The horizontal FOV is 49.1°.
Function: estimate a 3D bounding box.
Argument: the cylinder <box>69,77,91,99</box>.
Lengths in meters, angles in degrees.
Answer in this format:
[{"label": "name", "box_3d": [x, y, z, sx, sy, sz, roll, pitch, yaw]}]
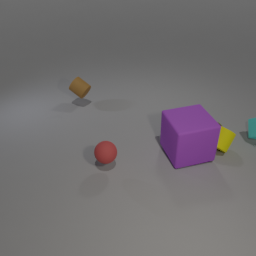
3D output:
[{"label": "cylinder", "box_3d": [-2.092, -1.758, 12.211, 0.700, 0.700, 0.700, 37, 38, 0]}]

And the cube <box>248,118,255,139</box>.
[{"label": "cube", "box_3d": [4.771, 0.012, 9.884, 0.700, 0.700, 0.700, 8, -11, -22]}]

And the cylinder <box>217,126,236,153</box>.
[{"label": "cylinder", "box_3d": [3.176, 0.372, 9.515, 0.700, 0.700, 0.700, 29, 2, -1]}]

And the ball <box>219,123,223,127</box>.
[{"label": "ball", "box_3d": [3.124, 0.105, 10.226, 0.700, 0.700, 0.700, 0, 31, 0]}]

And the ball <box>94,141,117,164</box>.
[{"label": "ball", "box_3d": [-0.677, 0.738, 8.516, 0.700, 0.700, 0.700, 0, 31, 0]}]

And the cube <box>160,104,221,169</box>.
[{"label": "cube", "box_3d": [1.959, 0.244, 9.129, 1.400, 1.400, 1.400, -10, 37, -12]}]
